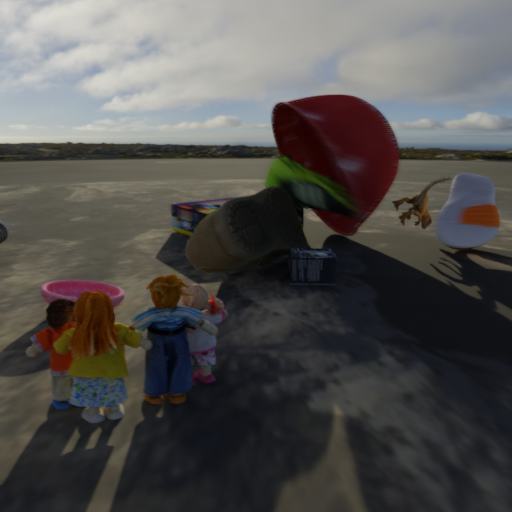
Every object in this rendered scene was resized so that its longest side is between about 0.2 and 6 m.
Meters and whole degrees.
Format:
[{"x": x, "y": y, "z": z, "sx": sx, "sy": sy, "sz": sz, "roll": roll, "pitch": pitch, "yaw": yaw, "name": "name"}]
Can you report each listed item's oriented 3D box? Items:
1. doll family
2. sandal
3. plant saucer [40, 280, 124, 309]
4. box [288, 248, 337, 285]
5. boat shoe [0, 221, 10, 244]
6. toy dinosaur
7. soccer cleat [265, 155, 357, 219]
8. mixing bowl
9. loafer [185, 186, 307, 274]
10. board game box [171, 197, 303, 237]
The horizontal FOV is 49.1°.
[{"x": -0.998, "y": 0.756, "z": 4.906, "sx": 1.875, "sy": 1.164, "sz": 0.845, "roll": -6, "pitch": 14, "yaw": -24, "name": "doll family"}, {"x": 4.518, "y": -0.779, "z": 11.889, "sx": 1.153, "sy": 0.863, "sz": 3.010, "roll": 14, "pitch": 38, "yaw": 20, "name": "sandal"}, {"x": -2.337, "y": 0.572, "z": 7.548, "sx": 1.085, "sy": 0.275, "sz": 1.085, "roll": 8, "pitch": 8, "yaw": -1, "name": "plant saucer"}, {"x": 0.911, "y": 0.166, "z": 9.189, "sx": 0.748, "sy": 0.472, "sz": 0.761, "roll": 2, "pitch": 13, "yaw": 1, "name": "box"}, {"x": -5.910, "y": -0.373, "z": 11.226, "sx": 1.859, "sy": 0.668, "sz": 0.553, "roll": -3, "pitch": 18, "yaw": 6, "name": "boat shoe"}, {"x": 3.452, "y": -1.153, "z": 11.870, "sx": 0.974, "sy": 0.554, "sz": 1.835, "roll": -22, "pitch": -27, "yaw": 0, "name": "toy dinosaur"}, {"x": 1.276, "y": -1.362, "z": 12.390, "sx": 2.257, "sy": 0.915, "sz": 0.762, "roll": 30, "pitch": 34, "yaw": -1, "name": "soccer cleat"}, {"x": 1.982, "y": -2.332, "z": 12.703, "sx": 1.820, "sy": 3.361, "sz": 3.361, "roll": -32, "pitch": 20, "yaw": -10, "name": "mixing bowl"}, {"x": -0.117, "y": -0.436, "z": 9.737, "sx": 1.185, "sy": 1.336, "sz": 3.515, "roll": -21, "pitch": -6, "yaw": 23, "name": "loafer"}, {"x": -0.469, "y": -0.938, "z": 13.242, "sx": 2.492, "sy": 0.707, "sz": 2.060, "roll": -10, "pitch": 16, "yaw": -30, "name": "board game box"}]
